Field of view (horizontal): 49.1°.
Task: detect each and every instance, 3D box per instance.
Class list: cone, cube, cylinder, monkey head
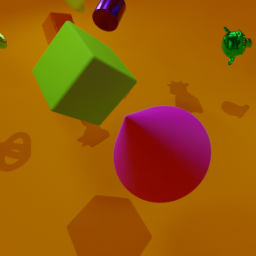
[{"bbox_3d":[0.240,0.129,3.710,1.556,1.562,1.556,-7,69,18],"label":"cone"},{"bbox_3d":[-0.799,-0.941,5.097,1.172,1.172,1.172,19,30,-49],"label":"cube"},{"bbox_3d":[-0.604,-3.758,9.086,0.881,0.881,0.881,13,62,13],"label":"cylinder"},{"bbox_3d":[3.293,-2.542,8.538,0.876,1.218,0.734,-10,4,-38],"label":"monkey head"},{"bbox_3d":[-2.326,-3.344,9.536,0.792,0.792,0.792,-15,84,-41],"label":"cube"}]

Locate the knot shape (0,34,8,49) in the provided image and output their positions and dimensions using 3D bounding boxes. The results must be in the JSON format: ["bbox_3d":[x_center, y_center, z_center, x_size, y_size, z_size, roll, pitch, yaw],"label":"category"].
[{"bbox_3d":[-3.613,-2.511,6.740,1.441,1.348,0.666,18,66,-16],"label":"knot shape"}]

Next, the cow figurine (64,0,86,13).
[{"bbox_3d":[-1.595,-3.796,7.474,0.945,1.694,1.721,-46,73,15],"label":"cow figurine"}]
